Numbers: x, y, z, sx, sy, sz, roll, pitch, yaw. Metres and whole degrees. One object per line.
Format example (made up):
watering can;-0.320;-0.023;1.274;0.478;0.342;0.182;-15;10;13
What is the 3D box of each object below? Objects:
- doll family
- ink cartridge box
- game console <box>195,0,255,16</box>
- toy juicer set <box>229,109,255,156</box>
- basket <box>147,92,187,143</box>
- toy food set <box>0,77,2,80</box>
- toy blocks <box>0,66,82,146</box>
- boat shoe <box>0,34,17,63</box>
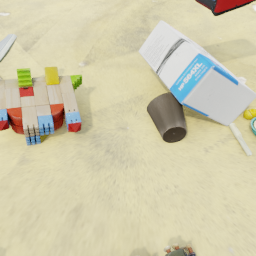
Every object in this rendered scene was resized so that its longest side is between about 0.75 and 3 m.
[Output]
doll family;0.644;2.507;4.594;1.631;0.640;0.943;-15;48;-8
ink cartridge box;1.850;-1.599;7.922;2.098;1.211;2.874;18;31;-37
game console;2.936;-3.781;6.928;2.148;1.851;1.275;-20;70;0
toy juicer set;3.513;-0.130;7.478;2.003;0.545;1.274;-21;47;-21
basket;1.096;-0.245;7.435;1.038;0.783;1.151;-28;46;16
toy food set;-5.069;-1.129;8.561;2.714;0.545;1.874;-33;52;-31
toy blocks;-2.428;-0.434;7.423;2.766;1.382;1.891;-8;55;-18
boat shoe;-3.502;-1.943;7.215;0.571;0.560;1.605;37;65;-20
